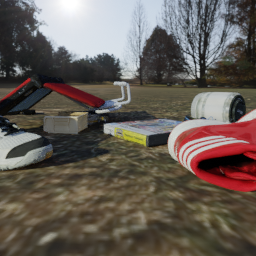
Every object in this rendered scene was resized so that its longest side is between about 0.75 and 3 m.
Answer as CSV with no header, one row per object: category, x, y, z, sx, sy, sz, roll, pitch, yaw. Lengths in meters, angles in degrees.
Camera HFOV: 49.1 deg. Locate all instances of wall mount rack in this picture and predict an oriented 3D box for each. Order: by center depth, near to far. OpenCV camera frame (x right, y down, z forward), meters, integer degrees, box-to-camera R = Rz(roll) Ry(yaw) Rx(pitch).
wall mount rack,-1.155,-1.064,9.544,2.307,0.990,2.656,-10,11,-7

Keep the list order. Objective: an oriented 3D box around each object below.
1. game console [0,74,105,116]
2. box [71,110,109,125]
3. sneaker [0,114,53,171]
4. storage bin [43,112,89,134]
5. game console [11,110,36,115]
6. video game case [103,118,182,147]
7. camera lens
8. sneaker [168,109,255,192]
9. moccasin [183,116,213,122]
game console,-2.248,-0.667,8.604,2.480,1.708,2.878,-36,6,4
box,-1.468,-0.340,9.236,1.397,0.338,1.106,-5,11,-24
sneaker,-2.475,0.037,4.877,2.525,1.107,0.955,5,9,20
storage bin,-1.726,-0.167,7.887,0.990,0.467,0.997,2,10,8
game console,-4.504,-0.635,11.471,1.367,0.165,0.806,-4,10,-19
video game case,0.761,0.044,7.213,2.170,0.277,1.961,-6,11,-33
camera lens,2.657,-0.517,8.187,1.047,1.047,1.309,-9,12,-41
sneaker,2.059,0.350,4.108,2.673,1.047,1.544,-13,19,-2
moccasin,2.005,-0.111,7.670,1.243,0.424,0.500,9,13,43
